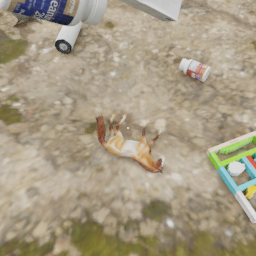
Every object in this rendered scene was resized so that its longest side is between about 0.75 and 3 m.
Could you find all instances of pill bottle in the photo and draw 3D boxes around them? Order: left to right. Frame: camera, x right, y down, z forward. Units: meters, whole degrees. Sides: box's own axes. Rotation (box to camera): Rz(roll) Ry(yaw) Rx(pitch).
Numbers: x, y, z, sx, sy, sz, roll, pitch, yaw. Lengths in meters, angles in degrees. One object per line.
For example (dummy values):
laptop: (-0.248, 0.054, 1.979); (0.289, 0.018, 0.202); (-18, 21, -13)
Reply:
pill bottle: (-2.082, -3.801, 7.900); (2.832, 1.572, 1.572); (2, 48, -35)
pill bottle: (2.336, -2.069, 9.877); (0.998, 0.560, 0.560); (29, 59, 20)

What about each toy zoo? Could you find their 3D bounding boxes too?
toy zoo: (3.547, 1.385, 7.581); (1.714, 0.267, 2.613); (-19, 57, -14)

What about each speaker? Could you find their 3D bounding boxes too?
speaker: (-2.307, -3.719, 10.982); (0.683, 0.683, 1.683); (6, 55, 5)

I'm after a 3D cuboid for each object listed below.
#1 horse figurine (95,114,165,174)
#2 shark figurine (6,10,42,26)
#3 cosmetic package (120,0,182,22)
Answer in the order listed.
horse figurine: (0.048, 0.369, 8.054); (2.260, 0.564, 1.498); (15, 71, 1)
shark figurine: (-4.589, -4.632, 11.333); (1.078, 2.584, 1.544); (-39, 91, 17)
cosmetic package: (0.389, -3.671, 7.229); (2.533, 1.045, 0.641); (6, 12, -42)
